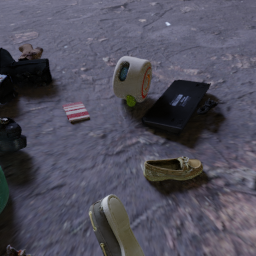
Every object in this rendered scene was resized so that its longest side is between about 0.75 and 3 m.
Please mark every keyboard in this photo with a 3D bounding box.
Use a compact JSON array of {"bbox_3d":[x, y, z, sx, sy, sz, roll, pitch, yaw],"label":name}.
[{"bbox_3d":[1.738,-0.676,8.419,1.711,0.366,2.850,13,40,26],"label":"keyboard"}]

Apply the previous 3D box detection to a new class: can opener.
[{"bbox_3d":[-3.643,0.191,6.661,2.313,0.909,0.733,-2,11,-5],"label":"can opener"}]

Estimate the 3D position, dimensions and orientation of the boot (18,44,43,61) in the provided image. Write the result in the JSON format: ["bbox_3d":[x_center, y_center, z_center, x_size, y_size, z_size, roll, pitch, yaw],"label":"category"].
[{"bbox_3d":[-4.118,-2.966,11.335,1.358,0.477,0.993,7,46,22],"label":"boot"}]

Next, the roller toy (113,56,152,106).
[{"bbox_3d":[0.119,-1.522,8.675,1.007,1.314,1.441,15,38,15],"label":"roller toy"}]

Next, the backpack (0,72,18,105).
[{"bbox_3d":[-3.962,-1.164,8.673,0.689,0.894,0.851,0,43,10],"label":"backpack"}]

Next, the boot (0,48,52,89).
[{"bbox_3d":[-3.736,-2.212,10.009,1.843,0.832,2.249,-11,46,-10],"label":"boot"}]

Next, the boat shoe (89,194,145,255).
[{"bbox_3d":[-0.133,1.849,4.217,0.579,0.484,1.619,9,55,-61],"label":"boat shoe"}]

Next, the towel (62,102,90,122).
[{"bbox_3d":[-1.552,-0.488,8.364,0.627,0.099,0.871,-14,41,-20],"label":"towel"}]

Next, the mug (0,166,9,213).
[{"bbox_3d":[-3.251,1.052,5.388,1.689,1.044,1.388,17,45,10],"label":"mug"}]

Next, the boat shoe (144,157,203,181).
[{"bbox_3d":[1.038,0.867,6.304,1.382,0.435,0.504,-3,38,-5],"label":"boat shoe"}]

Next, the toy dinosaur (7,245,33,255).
[{"bbox_3d":[-1.318,2.773,3.376,1.313,2.500,2.268,28,49,-19],"label":"toy dinosaur"}]
